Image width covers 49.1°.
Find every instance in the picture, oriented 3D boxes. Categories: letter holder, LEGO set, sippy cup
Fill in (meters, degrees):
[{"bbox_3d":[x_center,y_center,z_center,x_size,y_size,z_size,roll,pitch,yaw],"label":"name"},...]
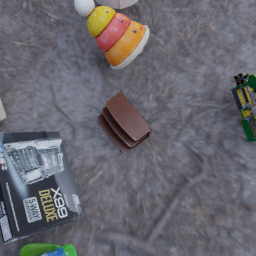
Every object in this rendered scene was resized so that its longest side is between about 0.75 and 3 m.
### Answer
[{"bbox_3d":[-0.148,-0.110,7.118,0.916,0.648,1.288,-37,77,-8],"label":"letter holder"},{"bbox_3d":[3.512,-0.557,6.797,1.169,1.551,2.018,-19,79,-9],"label":"LEGO set"},{"bbox_3d":[-1.753,3.183,5.340,1.518,2.072,1.627,-1,78,-23],"label":"sippy cup"}]

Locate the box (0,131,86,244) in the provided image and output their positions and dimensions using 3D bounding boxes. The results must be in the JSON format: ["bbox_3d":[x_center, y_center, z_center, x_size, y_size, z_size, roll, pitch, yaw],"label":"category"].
[{"bbox_3d":[-2.072,1.165,6.216,0.552,1.751,2.220,-35,68,36],"label":"box"}]

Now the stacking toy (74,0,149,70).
[{"bbox_3d":[-0.554,-2.569,7.133,1.951,1.425,1.425,36,72,-26],"label":"stacking toy"}]

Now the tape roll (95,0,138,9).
[{"bbox_3d":[-0.317,-4.136,7.555,1.476,1.013,1.476,0,63,1],"label":"tape roll"}]

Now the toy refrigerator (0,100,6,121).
[{"bbox_3d":[-4.514,-0.178,6.425,2.928,1.024,1.112,-33,56,-30],"label":"toy refrigerator"}]
